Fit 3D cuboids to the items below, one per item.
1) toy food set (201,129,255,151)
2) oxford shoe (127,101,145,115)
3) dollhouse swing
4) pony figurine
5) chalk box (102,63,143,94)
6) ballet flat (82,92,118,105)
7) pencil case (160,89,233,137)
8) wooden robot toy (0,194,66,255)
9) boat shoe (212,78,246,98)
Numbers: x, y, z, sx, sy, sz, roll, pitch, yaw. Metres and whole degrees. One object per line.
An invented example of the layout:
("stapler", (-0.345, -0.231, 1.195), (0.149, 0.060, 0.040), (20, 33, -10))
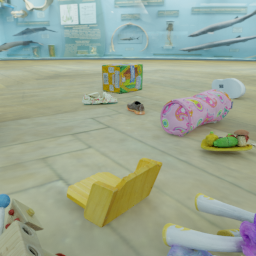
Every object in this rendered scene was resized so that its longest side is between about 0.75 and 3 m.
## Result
("toy food set", (2.263, 0.234, 6.114), (1.315, 0.429, 0.773), (-1, 7, 8))
("oxford shoe", (0.283, -0.791, 9.973), (0.403, 0.412, 1.130), (-9, 19, -26))
("dollhouse swing", (-0.271, 0.757, 4.236), (0.965, 0.998, 1.098), (37, 35, 29))
("pony figurine", (1.391, 1.096, 2.493), (2.003, 1.668, 1.934), (-7, 2, 32))
("chalk box", (-0.099, -2.591, 14.232), (1.330, 1.339, 2.146), (15, 24, 41))
("ballet flat", (-1.094, -1.189, 11.173), (1.476, 0.472, 0.558), (-5, 18, -16))
("pencil case", (1.998, -0.478, 7.933), (1.065, 1.065, 2.437), (16, 23, 41))
("wooden robot toy", (-1.053, 1.500, 2.428), (0.992, 0.963, 2.186), (-43, 31, -11))
("boat shoe", (4.769, -1.856, 12.828), (0.825, 0.873, 2.433), (-5, 11, -10))
